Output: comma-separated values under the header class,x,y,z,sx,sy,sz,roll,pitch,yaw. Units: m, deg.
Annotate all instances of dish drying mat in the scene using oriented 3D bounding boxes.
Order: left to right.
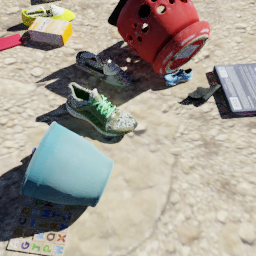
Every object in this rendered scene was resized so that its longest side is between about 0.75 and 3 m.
class,x,y,z,sx,sy,sz,roll,pitch,yaw
dish drying mat,-4.965,-3.245,10.913,1.664,0.151,0.639,-23,59,-16

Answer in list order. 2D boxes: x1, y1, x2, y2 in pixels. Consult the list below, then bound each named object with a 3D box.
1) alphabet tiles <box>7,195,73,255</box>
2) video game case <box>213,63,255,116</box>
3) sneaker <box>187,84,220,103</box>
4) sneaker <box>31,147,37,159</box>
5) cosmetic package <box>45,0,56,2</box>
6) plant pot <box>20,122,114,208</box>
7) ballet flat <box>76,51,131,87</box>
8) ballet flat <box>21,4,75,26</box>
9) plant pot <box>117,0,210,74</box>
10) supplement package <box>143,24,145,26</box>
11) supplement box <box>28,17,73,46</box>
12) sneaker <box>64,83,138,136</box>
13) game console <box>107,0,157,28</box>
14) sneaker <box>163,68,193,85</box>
class,x,y,z,sx,sy,sz,roll,pitch,yaw
alphabet tiles,-2.116,2.317,7.125,1.372,0.062,1.641,6,56,4
video game case,4.645,-1.428,9.582,2.971,0.282,2.122,-4,55,-4
sneaker,2.556,-1.234,9.399,0.593,0.341,1.137,41,68,19
sneaker,-2.579,0.962,7.862,0.368,0.383,0.976,-16,57,-9
cosmetic package,-3.222,-6.222,12.758,1.325,0.484,0.686,-15,57,-11
plant pot,-1.397,1.072,6.969,1.788,1.903,1.903,24,57,-8
ballet flat,-0.916,-2.137,9.772,2.245,0.808,0.808,26,59,16
ballet flat,-3.299,-4.691,11.548,2.180,0.731,0.728,-10,56,-7
plant pot,1.238,-3.246,9.434,2.534,2.534,2.308,-31,78,-20
supplement package,0.390,-4.731,11.714,0.908,0.498,0.517,27,60,17
supplement box,-3.046,-3.843,11.079,1.435,0.528,0.904,12,55,9
sneaker,-0.892,-0.613,8.482,2.573,1.140,0.989,23,58,15
game console,0.394,-4.299,9.670,1.096,1.883,1.656,37,42,-11
sneaker,1.730,-1.849,9.672,1.139,0.512,0.446,-17,57,-18
